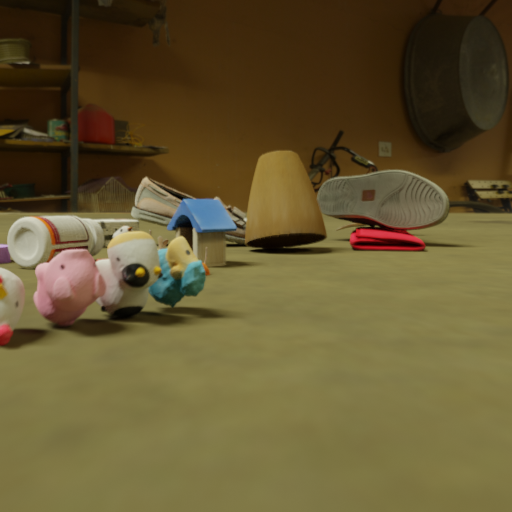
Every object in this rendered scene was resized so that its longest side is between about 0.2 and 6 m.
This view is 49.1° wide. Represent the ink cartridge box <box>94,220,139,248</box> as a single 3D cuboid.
[{"bbox_3d":[-3.053,-0.445,10.987,1.268,0.525,0.931,-3,6,-32],"label":"ink cartridge box"}]

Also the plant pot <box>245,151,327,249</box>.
[{"bbox_3d":[0.450,-1.010,9.964,1.449,1.555,1.449,-6,-8,-1],"label":"plant pot"}]

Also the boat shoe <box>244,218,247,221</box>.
[{"bbox_3d":[0.053,-1.250,19.095,1.734,0.593,0.648,5,7,40],"label":"boat shoe"}]

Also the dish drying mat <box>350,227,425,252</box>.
[{"bbox_3d":[2.592,-0.385,11.502,1.307,0.310,3.404,2,6,9],"label":"dish drying mat"}]

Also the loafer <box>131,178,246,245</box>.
[{"bbox_3d":[-1.076,-0.864,11.111,2.740,0.861,0.985,13,7,-1],"label":"loafer"}]

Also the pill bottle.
[{"bbox_3d":[-2.710,-0.210,7.718,0.686,0.686,1.252,2,6,21],"label":"pill bottle"}]

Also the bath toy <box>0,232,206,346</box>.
[{"bbox_3d":[-1.174,0.220,3.809,1.635,0.711,0.604,-10,33,-38],"label":"bath toy"}]

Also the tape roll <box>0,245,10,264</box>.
[{"bbox_3d":[-3.933,-0.017,8.029,0.751,0.247,0.751,-1,6,0],"label":"tape roll"}]

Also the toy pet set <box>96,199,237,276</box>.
[{"bbox_3d":[-1.048,-0.278,7.259,1.597,0.908,1.711,-5,8,-40],"label":"toy pet set"}]

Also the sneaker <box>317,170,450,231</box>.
[{"bbox_3d":[3.006,-1.131,12.127,1.660,1.169,3.126,9,4,-43],"label":"sneaker"}]

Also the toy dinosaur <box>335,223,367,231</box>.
[{"bbox_3d":[3.404,-1.036,15.221,1.186,0.674,2.232,32,-39,-34],"label":"toy dinosaur"}]
